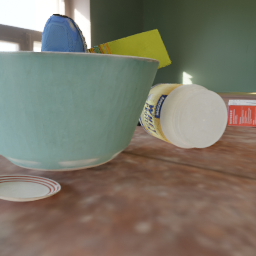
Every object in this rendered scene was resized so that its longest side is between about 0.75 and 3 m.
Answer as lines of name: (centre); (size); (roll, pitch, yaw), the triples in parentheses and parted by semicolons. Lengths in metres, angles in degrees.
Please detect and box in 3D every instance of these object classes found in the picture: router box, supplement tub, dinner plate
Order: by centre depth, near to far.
dinner plate: (-1.283, 0.722, 3.347); (0.930, 0.113, 0.930); (9, 3, -1)
supplement tub: (1.127, -0.304, 6.166); (1.334, 1.334, 1.847); (-3, 10, -20)
router box: (4.774, -0.533, 9.634); (2.522, 0.686, 2.810); (3, 10, 19)

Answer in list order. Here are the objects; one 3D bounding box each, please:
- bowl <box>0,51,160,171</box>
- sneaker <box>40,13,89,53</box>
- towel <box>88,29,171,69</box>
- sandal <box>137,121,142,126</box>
bowl: (-1.028, -0.320, 4.459); (2.975, 1.556, 2.975); (1, 11, 0)
sneaker: (-1.623, -1.081, 6.542); (1.162, 2.960, 1.319); (8, 25, 0)
towel: (-0.105, -2.022, 8.315); (2.820, 1.214, 0.255); (-23, 3, -20)
sandal: (0.560, -0.383, 9.671); (0.646, 0.388, 1.721); (2, 9, 15)
